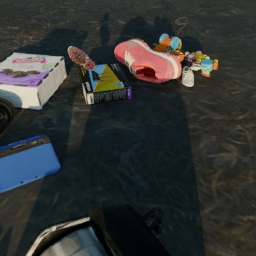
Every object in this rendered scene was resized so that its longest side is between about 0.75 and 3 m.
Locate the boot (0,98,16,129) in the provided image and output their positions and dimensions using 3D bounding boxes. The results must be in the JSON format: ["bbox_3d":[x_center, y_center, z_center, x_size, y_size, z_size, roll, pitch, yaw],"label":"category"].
[{"bbox_3d":[-4.424,-0.215,7.401,2.393,0.900,1.789,6,37,7],"label":"boot"}]

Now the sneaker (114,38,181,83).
[{"bbox_3d":[0.425,-2.445,10.263,2.992,1.103,1.298,28,47,33],"label":"sneaker"}]

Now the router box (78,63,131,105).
[{"bbox_3d":[-0.844,-1.554,9.541,1.467,0.502,1.966,-9,38,-12],"label":"router box"}]

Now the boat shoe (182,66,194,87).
[{"bbox_3d":[2.165,-1.924,10.070,0.414,0.478,1.120,3,37,4],"label":"boat shoe"}]

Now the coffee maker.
[{"bbox_3d":[0.300,2.268,3.351,2.519,1.766,2.622,-22,43,-28],"label":"coffee maker"}]

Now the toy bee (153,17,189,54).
[{"bbox_3d":[1.887,-3.384,11.725,2.189,1.190,1.433,-33,53,-3],"label":"toy bee"}]

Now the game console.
[{"bbox_3d":[-2.520,0.782,6.706,1.453,0.860,1.240,-18,9,-25],"label":"game console"}]

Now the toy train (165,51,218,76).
[{"bbox_3d":[2.365,-2.406,10.629,1.637,0.606,2.179,-14,34,-20],"label":"toy train"}]

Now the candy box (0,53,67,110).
[{"bbox_3d":[-3.415,-1.646,9.380,1.973,0.841,2.352,6,37,8],"label":"candy box"}]

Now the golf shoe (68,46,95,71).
[{"bbox_3d":[-1.621,-2.368,9.375,0.431,1.186,0.546,-45,54,7],"label":"golf shoe"}]
